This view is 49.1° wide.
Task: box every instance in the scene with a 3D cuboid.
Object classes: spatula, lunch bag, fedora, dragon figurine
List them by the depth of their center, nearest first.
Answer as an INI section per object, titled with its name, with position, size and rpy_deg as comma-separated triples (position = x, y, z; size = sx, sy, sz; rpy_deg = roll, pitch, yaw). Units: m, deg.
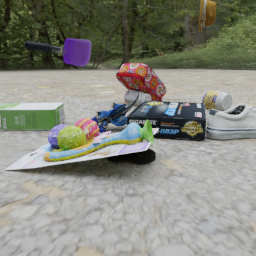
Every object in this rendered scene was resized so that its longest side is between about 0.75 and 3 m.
[spatula]
position = -2.086, -2.231, 7.957
size = 2.489, 0.703, 0.256
rpy_deg = 16, 15, 31
[dragon figurine]
position = -0.319, -0.405, 8.618
size = 2.148, 0.632, 1.068
rpy_deg = -24, 18, -19
[fedora]
position = 2.780, -4.002, 9.791
size = 0.551, 1.350, 1.350
rpy_deg = 4, 15, 13
[lunch bag]
position = 0.546, -2.129, 13.272
size = 1.997, 0.929, 2.267
rpy_deg = 14, -20, 45

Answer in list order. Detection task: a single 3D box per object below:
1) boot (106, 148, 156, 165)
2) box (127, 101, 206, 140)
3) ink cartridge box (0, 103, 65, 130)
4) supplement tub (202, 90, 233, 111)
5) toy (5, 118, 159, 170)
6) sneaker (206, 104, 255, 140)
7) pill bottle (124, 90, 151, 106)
[boot]
position = 0.128, 0.503, 6.278
size = 1.090, 0.422, 0.754
rpy_deg = 5, 10, 14
[box]
position = 1.326, -0.332, 8.926
size = 2.199, 0.636, 2.766
rpy_deg = 4, 15, 14
[ink cartridge box]
position = -3.330, -0.391, 9.060
size = 2.322, 0.689, 1.206
rpy_deg = 0, 15, -1
[supplement tub]
position = 3.762, -1.161, 11.858
size = 0.785, 0.785, 1.079
rpy_deg = -10, 18, -33
[toy]
position = -0.930, 0.180, 5.983
size = 2.967, 0.700, 1.708
rpy_deg = -6, 12, 15
[sneaker]
position = 3.437, -0.222, 7.989
size = 2.549, 0.902, 0.931
rpy_deg = -5, 15, -19
[pill bottle]
position = 0.441, -1.365, 12.864
size = 1.165, 0.660, 0.660
rpy_deg = 16, 22, 38
